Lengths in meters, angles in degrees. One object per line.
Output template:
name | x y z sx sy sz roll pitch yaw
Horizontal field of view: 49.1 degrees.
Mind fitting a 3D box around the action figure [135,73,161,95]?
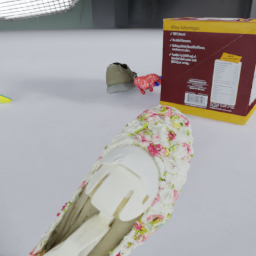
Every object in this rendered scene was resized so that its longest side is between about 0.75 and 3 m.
action figure | 0.785 -1.455 9.351 0.862 0.681 2.635 -8 3 17

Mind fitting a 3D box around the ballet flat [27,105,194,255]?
ballet flat | -0.234 0.886 2.639 0.969 2.562 0.819 34 4 17

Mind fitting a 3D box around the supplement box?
supplement box | 2.531 -1.847 8.375 2.642 2.678 1.778 15 27 30

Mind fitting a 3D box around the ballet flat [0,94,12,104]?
ballet flat | -4.514 -1.014 9.198 1.334 0.447 0.446 23 -12 -7

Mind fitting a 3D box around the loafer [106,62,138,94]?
loafer | -0.149 -1.893 10.062 1.092 1.011 2.903 -10 11 9
